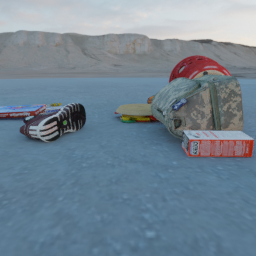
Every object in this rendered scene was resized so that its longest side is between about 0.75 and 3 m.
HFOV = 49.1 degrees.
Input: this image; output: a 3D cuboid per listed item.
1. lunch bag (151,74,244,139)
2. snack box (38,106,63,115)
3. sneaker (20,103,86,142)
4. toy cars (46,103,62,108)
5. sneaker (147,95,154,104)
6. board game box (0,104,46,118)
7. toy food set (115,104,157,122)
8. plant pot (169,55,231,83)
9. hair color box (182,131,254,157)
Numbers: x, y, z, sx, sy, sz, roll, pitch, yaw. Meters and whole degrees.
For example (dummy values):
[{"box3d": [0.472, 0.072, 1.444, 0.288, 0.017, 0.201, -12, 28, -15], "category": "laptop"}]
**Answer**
[{"box3d": [2.071, -0.642, 9.142, 2.342, 1.946, 2.792, -13, 15, -4], "category": "lunch bag"}, {"box3d": [-3.852, -0.851, 13.582, 1.635, 0.199, 0.588, -10, 16, -34], "category": "snack box"}, {"box3d": [-2.593, -0.280, 9.459, 1.512, 0.990, 2.617, 2, 14, 21], "category": "sneaker"}, {"box3d": [-4.117, -1.127, 14.742, 1.237, 0.274, 0.554, -9, 12, -22], "category": "toy cars"}, {"box3d": [1.983, -1.425, 15.029, 1.816, 0.704, 1.017, -1, 12, -6], "category": "sneaker"}, {"box3d": [-5.316, -0.718, 12.385, 2.962, 0.288, 1.525, -3, 17, 2], "category": "board game box"}, {"box3d": [0.532, -0.676, 12.090, 2.213, 0.544, 2.235, -1, 13, -4], "category": "toy food set"}, {"box3d": [3.454, -1.926, 13.172, 2.690, 2.690, 2.450, -1, 22, -4], "category": "plant pot"}, {"box3d": [2.321, 0.405, 7.417, 1.623, 0.519, 0.900, 2, 13, 0], "category": "hair color box"}]
